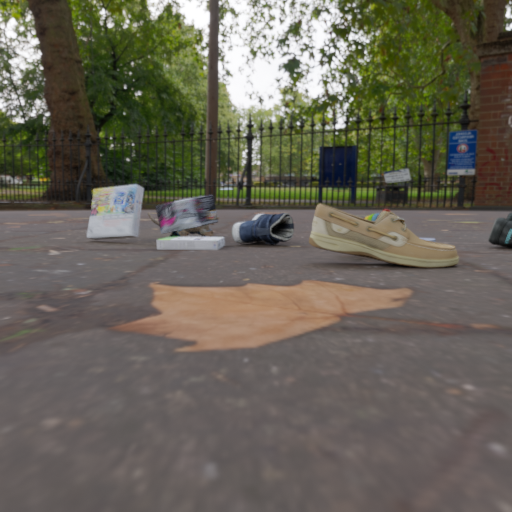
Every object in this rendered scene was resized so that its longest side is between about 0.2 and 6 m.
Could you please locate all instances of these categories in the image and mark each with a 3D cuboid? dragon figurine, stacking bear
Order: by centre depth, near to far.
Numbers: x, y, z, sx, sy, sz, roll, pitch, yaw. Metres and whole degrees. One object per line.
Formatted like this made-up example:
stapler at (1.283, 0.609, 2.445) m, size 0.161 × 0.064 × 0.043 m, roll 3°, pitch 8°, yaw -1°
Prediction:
dragon figurine at (-1.977, -0.835, 15.412) m, size 2.507 × 0.738 × 1.246 m, roll -3°, pitch 7°, yaw -34°
stacking bear at (3.391, -0.892, 16.485) m, size 1.278 × 0.776 × 0.727 m, roll -4°, pitch -9°, yaw 42°

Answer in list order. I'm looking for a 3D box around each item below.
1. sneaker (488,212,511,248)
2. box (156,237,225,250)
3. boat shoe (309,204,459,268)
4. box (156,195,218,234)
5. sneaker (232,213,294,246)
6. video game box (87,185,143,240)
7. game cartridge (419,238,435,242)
sneaker at (6.015, -0.484, 12.910) m, size 0.841 × 0.800 × 2.122 m, roll 22°, pitch 22°, yaw 31°
box at (-1.451, -0.285, 12.597) m, size 1.363 × 0.248 × 0.984 m, roll 2°, pitch 6°, yaw 6°
boat shoe at (2.163, -0.338, 9.366) m, size 2.482 × 0.801 × 0.885 m, roll 10°, pitch 8°, yaw 6°
box at (-1.695, -1.016, 13.593) m, size 1.242 × 0.712 × 0.821 m, roll -8°, pitch 6°, yaw 39°
sneaker at (0.440, -0.702, 13.708) m, size 1.352 × 0.711 × 1.871 m, roll -7°, pitch 10°, yaw 29°
video game box at (-3.601, -1.095, 14.291) m, size 1.456 × 1.326 × 0.341 m, roll -1°, pitch -11°, yaw 27°
game cartridge at (3.857, -0.318, 13.234) m, size 0.615 × 0.189 × 0.925 m, roll 0°, pitch 5°, yaw 39°
